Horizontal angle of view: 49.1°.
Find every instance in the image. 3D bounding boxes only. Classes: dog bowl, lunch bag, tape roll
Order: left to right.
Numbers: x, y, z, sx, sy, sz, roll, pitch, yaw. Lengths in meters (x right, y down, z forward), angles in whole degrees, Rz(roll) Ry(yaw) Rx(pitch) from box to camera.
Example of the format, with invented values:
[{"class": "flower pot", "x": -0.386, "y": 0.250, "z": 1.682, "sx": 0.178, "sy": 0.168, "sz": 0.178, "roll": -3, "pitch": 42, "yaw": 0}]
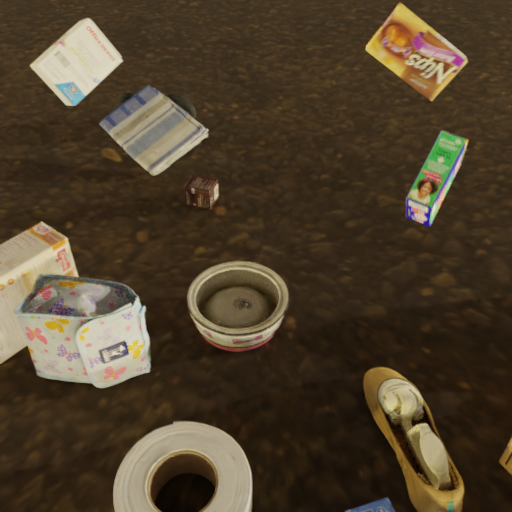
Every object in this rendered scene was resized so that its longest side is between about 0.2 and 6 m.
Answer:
[{"class": "lunch bag", "x": -2.428, "y": 1.124, "z": 8.167, "sx": 1.693, "sy": 1.436, "sz": 1.076, "roll": 5, "pitch": 39, "yaw": 5}, {"class": "tape roll", "x": -0.869, "y": 2.889, "z": 6.828, "sx": 1.660, "sy": 0.580, "sz": 1.660, "roll": 0, "pitch": 42, "yaw": 0}, {"class": "dog bowl", "x": -0.294, "y": 0.846, "z": 9.120, "sx": 1.638, "sy": 0.604, "sz": 1.638, "roll": 0, "pitch": 41, "yaw": 0}]

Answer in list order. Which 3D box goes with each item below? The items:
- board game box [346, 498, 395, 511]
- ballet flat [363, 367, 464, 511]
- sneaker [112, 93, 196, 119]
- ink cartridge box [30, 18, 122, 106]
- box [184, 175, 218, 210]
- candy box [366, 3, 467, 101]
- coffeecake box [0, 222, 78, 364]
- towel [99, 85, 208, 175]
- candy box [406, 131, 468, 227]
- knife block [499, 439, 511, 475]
[{"class": "board game box", "x": 0.616, "y": 4.165, "z": 5.352, "sx": 2.844, "sy": 0.620, "sz": 2.858, "roll": -13, "pitch": 43, "yaw": -13}, {"class": "ballet flat", "x": 2.101, "y": 2.264, "z": 7.411, "sx": 0.813, "sy": 0.747, "sz": 2.370, "roll": -9, "pitch": 42, "yaw": -10}, {"class": "sneaker", "x": -2.584, "y": -3.461, "z": 13.959, "sx": 2.196, "sy": 0.834, "sz": 0.997, "roll": 3, "pitch": 51, "yaw": 13}, {"class": "ink cartridge box", "x": -2.477, "y": -2.680, "z": 7.767, "sx": 0.990, "sy": 0.715, "sz": 0.419, "roll": -48, "pitch": 33, "yaw": -13}, {"class": "box", "x": -1.133, "y": -1.317, "z": 11.643, "sx": 0.578, "sy": 0.479, "sz": 0.474, "roll": 12, "pitch": 43, "yaw": 13}, {"class": "candy box", "x": 3.063, "y": -3.884, "z": 10.742, "sx": 1.675, "sy": 0.977, "sz": 0.473, "roll": 35, "pitch": 35, "yaw": -9}, {"class": "coffeecake box", "x": -3.758, "y": 0.632, "z": 8.673, "sx": 0.713, "sy": 1.497, "sz": 1.951, "roll": 28, "pitch": 48, "yaw": 28}, {"class": "towel", "x": -2.420, "y": -2.970, "z": 13.113, "sx": 1.696, "sy": 0.275, "sz": 2.309, "roll": -41, "pitch": 63, "yaw": -12}, {"class": "candy box", "x": 2.801, "y": -1.184, "z": 8.770, "sx": 0.464, "sy": 1.019, "sz": 1.205, "roll": 25, "pitch": 85, "yaw": 19}, {"class": "knife block", "x": 4.641, "y": 2.019, "z": 7.638, "sx": 2.558, "sy": 0.818, "sz": 2.245, "roll": 7, "pitch": 41, "yaw": 9}]
